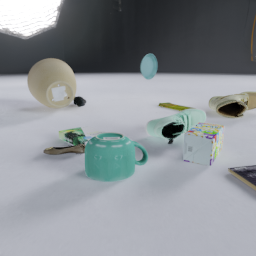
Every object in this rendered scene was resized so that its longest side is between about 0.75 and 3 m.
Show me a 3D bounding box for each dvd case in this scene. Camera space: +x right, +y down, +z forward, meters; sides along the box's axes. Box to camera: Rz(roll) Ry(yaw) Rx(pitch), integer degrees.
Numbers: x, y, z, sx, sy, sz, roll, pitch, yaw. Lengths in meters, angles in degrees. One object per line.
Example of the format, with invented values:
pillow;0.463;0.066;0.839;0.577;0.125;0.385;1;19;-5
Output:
dvd case;3.240;1.194;6.182;1.249;0.134;1.679;-4;15;-14

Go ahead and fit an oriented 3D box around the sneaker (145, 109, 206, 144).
sneaker;1.913;-0.068;9.574;2.349;0.864;1.385;-15;13;-16

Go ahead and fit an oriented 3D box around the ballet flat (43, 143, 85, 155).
ballet flat;-1.833;0.601;8.175;1.249;0.289;0.421;-1;14;-5

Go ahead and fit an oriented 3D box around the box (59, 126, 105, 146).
box;-1.391;0.293;9.352;1.204;0.303;1.668;-12;18;-40

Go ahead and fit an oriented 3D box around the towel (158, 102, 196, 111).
towel;2.683;-1.183;15.338;0.915;0.192;2.126;-11;18;-33

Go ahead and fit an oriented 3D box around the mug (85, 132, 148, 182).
mug;-0.357;0.604;6.888;1.221;0.919;1.486;11;18;36

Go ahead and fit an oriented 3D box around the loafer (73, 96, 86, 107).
loafer;-2.664;-1.552;16.054;0.584;0.588;1.617;-2;15;-25

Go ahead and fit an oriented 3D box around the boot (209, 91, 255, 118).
boot;5.446;-1.108;13.440;2.762;0.995;2.136;-4;13;7

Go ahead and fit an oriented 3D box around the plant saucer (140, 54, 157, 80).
plant saucer;0.876;-2.687;12.277;0.201;1.116;1.116;16;21;42

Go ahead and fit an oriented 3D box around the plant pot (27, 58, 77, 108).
plant pot;-3.791;-2.094;14.636;2.656;2.656;2.836;-6;23;-21

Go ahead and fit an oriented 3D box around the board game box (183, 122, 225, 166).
board game box;2.176;0.399;7.940;0.778;0.792;1.510;8;18;27
